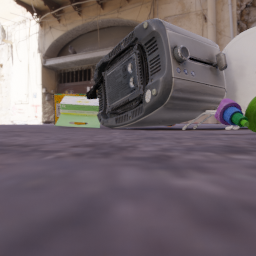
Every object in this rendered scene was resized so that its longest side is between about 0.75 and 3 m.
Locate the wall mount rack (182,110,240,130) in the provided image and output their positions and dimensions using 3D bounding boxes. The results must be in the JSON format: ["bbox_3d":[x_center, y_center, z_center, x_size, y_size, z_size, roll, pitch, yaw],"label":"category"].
[{"bbox_3d":[1.554,-0.132,5.192,0.902,0.387,1.038,4,2,32],"label":"wall mount rack"}]

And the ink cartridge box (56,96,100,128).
[{"bbox_3d":[-1.278,-0.486,7.662,1.161,0.383,1.596,3,21,-3],"label":"ink cartridge box"}]

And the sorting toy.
[{"bbox_3d":[1.704,-0.084,3.003,1.483,0.514,0.511,2,24,-14],"label":"sorting toy"}]

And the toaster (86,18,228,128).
[{"bbox_3d":[0.561,-0.860,5.795,1.896,1.668,2.935,2,-14,-32],"label":"toaster"}]

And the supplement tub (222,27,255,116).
[{"bbox_3d":[3.414,-1.036,6.247,2.108,2.108,2.919,1,1,44],"label":"supplement tub"}]

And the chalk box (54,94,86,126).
[{"bbox_3d":[-2.392,-0.718,11.796,1.269,1.278,2.047,0,2,-9],"label":"chalk box"}]

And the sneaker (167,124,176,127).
[{"bbox_3d":[0.621,-0.344,7.953,1.568,0.614,0.606,2,2,13],"label":"sneaker"}]
